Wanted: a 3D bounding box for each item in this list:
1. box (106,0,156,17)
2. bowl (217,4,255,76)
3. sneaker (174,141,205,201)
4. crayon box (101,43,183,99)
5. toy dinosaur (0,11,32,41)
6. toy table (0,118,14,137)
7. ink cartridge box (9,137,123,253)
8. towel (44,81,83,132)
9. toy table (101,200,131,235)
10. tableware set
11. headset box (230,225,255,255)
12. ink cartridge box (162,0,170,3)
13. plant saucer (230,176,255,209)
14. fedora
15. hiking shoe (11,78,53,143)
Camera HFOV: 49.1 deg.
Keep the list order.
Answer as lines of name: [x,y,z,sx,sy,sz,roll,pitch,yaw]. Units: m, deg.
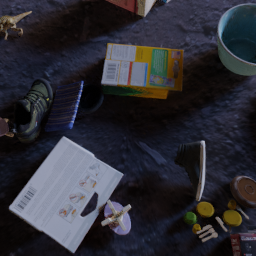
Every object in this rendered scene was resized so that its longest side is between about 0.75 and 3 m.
box: [0.049,-6.099,12.019,2.301,1.471,1.254,28,71,11]
bowl: [4.681,-3.175,10.821,2.846,1.489,2.846,0,68,1]
sneaker: [2.038,1.396,9.317,0.977,0.697,1.971,1,91,20]
crayon box: [0.564,-2.169,10.801,2.975,0.767,1.871,5,68,3]
toy dinosaur: [-4.937,-4.386,11.783,2.205,0.642,1.115,-33,70,-12]
toy table: [-4.696,0.011,9.971,1.147,0.672,1.054,28,70,10]
ink cartridge box: [-1.933,2.079,9.147,2.497,0.627,2.877,31,70,9]
towel: [-2.328,-0.779,10.148,1.375,0.226,1.899,-6,65,35]
toy table: [-0.360,2.766,8.749,1.020,0.650,1.110,-40,66,-18]
tableware set: [2.758,2.838,8.918,1.802,0.276,1.214,-22,44,-12]
headset box: [4.026,3.990,8.282,1.568,0.791,2.110,-1,68,-1]
ink cartridge box: [1.529,-6.327,12.676,1.279,0.427,0.741,42,74,15]
plant saucer: [3.945,2.057,9.195,1.166,0.187,1.166,8,52,-10]
fedora: [-1.459,-1.018,10.444,1.239,0.566,1.239,0,68,0]
hiking shoe: [-3.389,-0.794,9.960,0.967,1.285,2.553,8,68,3]
